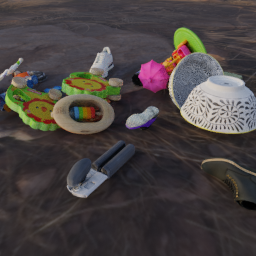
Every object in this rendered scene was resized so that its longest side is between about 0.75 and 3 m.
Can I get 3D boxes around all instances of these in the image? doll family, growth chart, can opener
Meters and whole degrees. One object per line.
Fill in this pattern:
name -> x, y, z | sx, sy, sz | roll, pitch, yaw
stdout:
doll family -> -4.670, -1.224, 10.826 | 1.645, 1.195, 2.651 | 23, 49, 38
growth chart -> -5.669, -1.913, 11.669 | 2.763, 0.245, 2.000 | -30, 27, 7
can opener -> -0.669, 0.935, 7.637 | 0.663, 0.831, 2.487 | 19, 37, 27

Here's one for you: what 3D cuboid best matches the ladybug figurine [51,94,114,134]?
ladybug figurine -> -1.534, -0.416, 9.500 | 2.110, 0.759, 1.432 | 3, 67, -20

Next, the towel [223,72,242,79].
towel -> 3.781, -1.988, 12.515 | 2.153, 0.529, 2.902 | 21, 38, 28

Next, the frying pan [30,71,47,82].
frying pan -> -4.798, -2.311, 13.275 | 1.265, 0.340, 2.092 | 19, 34, 28

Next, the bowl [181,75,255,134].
bowl -> 3.134, -0.985, 9.300 | 2.633, 1.236, 2.633 | 1, 28, 0

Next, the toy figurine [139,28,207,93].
toy figurine -> 1.665, -2.649, 12.505 | 2.683, 2.189, 2.915 | -34, 0, -10

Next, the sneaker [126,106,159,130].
sneaker -> 0.485, -0.162, 9.496 | 1.430, 0.711, 0.497 | -27, 55, -36

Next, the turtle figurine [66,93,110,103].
turtle figurine -> -1.847, -1.047, 10.851 | 2.083, 0.671, 1.679 | 16, 16, 9

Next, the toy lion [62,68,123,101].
toy lion -> -1.619, -1.763, 11.447 | 2.415, 0.865, 2.519 | -8, 30, -35

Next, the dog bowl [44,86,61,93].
dog bowl -> -3.271, -1.626, 12.268 | 0.756, 0.187, 0.422 | -22, 39, -30

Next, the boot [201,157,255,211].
boot -> 2.621, 1.408, 7.155 | 1.649, 0.639, 1.141 | 13, 40, 21

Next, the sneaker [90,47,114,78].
sneaker -> -1.377, -3.242, 14.074 | 0.943, 0.993, 2.468 | 7, 35, 7

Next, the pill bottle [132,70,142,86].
pill bottle -> 0.703, -2.424, 13.139 | 0.598, 0.598, 1.070 | 21, 37, 29

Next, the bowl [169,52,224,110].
bowl -> 2.422, -1.609, 10.744 | 2.395, 2.395, 1.124 | -14, 11, -21

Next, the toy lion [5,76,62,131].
toy lion -> -3.268, -0.760, 9.920 | 2.126, 0.730, 2.038 | 19, 35, -17
